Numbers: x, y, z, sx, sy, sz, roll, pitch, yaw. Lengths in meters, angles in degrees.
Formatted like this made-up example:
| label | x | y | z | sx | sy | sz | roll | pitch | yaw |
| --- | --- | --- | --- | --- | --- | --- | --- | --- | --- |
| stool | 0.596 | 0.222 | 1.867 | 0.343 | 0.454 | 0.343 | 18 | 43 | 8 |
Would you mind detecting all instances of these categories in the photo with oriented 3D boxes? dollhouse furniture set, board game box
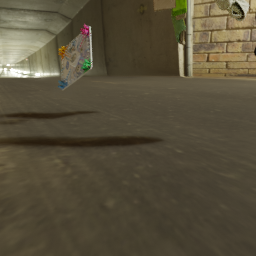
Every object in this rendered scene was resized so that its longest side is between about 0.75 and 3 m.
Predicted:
| label | x | y | z | sx | sy | sz | roll | pitch | yaw |
| --- | --- | --- | --- | --- | --- | --- | --- | --- | --- |
| dollhouse furniture set | 1.132 | -3.347 | 8.099 | 0.991 | 1.294 | 1.975 | -4 | -10 | 10 |
| board game box | -1.180 | -1.516 | 6.064 | 0.142 | 1.098 | 1.098 | 17 | -31 | -42 |

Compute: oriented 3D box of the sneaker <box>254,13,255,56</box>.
| label | x | y | z | sx | sy | sz | roll | pitch | yaw |
| --- | --- | --- | --- | --- | --- | --- | --- | --- | --- |
| sneaker | 2.915 | -2.355 | 5.154 | 1.034 | 2.362 | 0.895 | -13 | 21 | -26 |

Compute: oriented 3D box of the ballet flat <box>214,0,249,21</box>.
| label | x | y | z | sx | sy | sz | roll | pitch | yaw |
| --- | --- | --- | --- | --- | --- | --- | --- | --- | --- |
| ballet flat | 3.128 | -3.820 | 8.598 | 1.917 | 0.665 | 0.665 | 9 | 4 | -40 |
